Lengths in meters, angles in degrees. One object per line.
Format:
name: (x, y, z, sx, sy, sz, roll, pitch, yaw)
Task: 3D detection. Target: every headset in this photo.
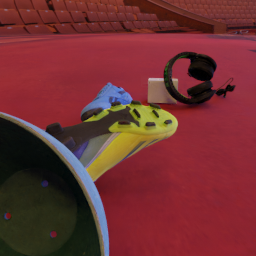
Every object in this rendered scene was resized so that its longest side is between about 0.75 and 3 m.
headset: (2.280, -1.472, 9.010, 2.599, 1.605, 1.221, 7, -9, -19)

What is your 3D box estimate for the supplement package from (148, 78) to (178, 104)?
supplement package: (1.125, -1.212, 9.090, 0.942, 0.734, 0.522, 3, 18, 8)

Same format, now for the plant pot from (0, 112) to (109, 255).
plant pot: (-1.110, 0.916, 2.535, 2.094, 2.094, 1.410, 2, -2, 6)

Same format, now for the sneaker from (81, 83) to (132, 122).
sneaker: (-0.599, -0.639, 6.985, 0.736, 0.876, 2.234, -31, -3, 27)

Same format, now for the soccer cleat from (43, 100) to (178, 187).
soccer cleat: (-0.398, 0.320, 4.518, 2.713, 1.135, 0.877, -17, 41, -27)

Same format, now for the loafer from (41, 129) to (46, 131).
loafer: (-1.275, 0.432, 4.979, 1.477, 0.515, 0.556, 16, 57, -23)
